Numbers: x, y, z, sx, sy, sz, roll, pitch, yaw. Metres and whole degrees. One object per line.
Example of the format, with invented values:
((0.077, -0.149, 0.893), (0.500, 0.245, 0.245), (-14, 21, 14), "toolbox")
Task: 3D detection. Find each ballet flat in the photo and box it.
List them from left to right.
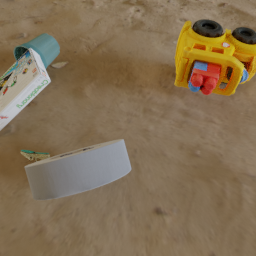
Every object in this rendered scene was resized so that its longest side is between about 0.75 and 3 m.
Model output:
((-2.504, 0.759, 7.471), (0.856, 0.289, 0.267), (6, 92, 13), "ballet flat")

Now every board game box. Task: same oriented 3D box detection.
((-3.393, -1.042, 8.145), (2.447, 0.423, 1.545), (-41, 48, 10), "board game box")

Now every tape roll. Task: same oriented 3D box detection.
((-1.076, 0.875, 6.263), (2.227, 2.227, 0.736), (-16, 91, -13), "tape roll")

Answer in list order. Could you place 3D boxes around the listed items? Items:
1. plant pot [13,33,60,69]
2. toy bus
((-3.046, -2.587, 9.656), (1.204, 1.204, 1.179), (22, 53, 18), "plant pot")
((2.761, -1.877, 8.625), (2.699, 1.831, 2.591), (13, 46, 5), "toy bus")
